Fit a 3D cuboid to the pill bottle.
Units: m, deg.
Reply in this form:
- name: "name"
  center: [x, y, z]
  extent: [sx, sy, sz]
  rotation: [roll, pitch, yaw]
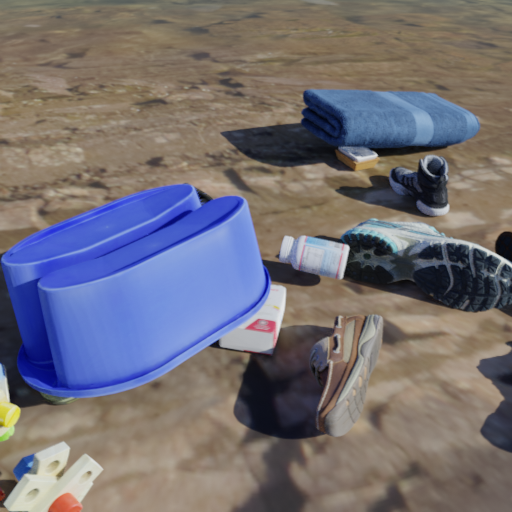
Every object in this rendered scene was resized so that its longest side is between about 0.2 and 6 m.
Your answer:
- name: "pill bottle"
  center: [0.982, -0.001, 9.562]
  extent: [1.109, 0.603, 0.603]
  rotation: [13, 37, 9]

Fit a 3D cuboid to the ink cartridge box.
- name: "ink cartridge box"
  center: [-0.038, 0.946, 8.737]
  extent: [0.853, 0.495, 1.156]
  rotation: [7, 32, 10]

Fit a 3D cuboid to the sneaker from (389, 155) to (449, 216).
- name: "sneaker"
  center: [3.553, -1.738, 12.053]
  extent: [0.726, 1.095, 1.925]
  rotation: [-11, 37, -15]

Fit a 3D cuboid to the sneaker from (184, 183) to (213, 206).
- name: "sneaker"
  center: [-0.785, -0.415, 10.023]
  extent: [0.804, 0.894, 2.294]
  rotation: [-37, 55, -9]

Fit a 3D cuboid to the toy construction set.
- name: "toy construction set"
  center: [-3.050, 2.338, 6.109]
  extent: [3.100, 1.428, 2.032]
  rotation: [18, 39, 40]

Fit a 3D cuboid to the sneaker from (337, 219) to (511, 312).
- name: "sneaker"
  center: [3.031, -0.083, 9.663]
  extent: [3.090, 1.199, 1.334]
  rotation: [17, 36, 23]

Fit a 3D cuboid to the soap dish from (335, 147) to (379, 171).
- name: "soap dish"
  center: [2.446, -2.401, 13.625]
  extent: [0.697, 0.360, 0.886]
  rotation: [-15, 38, -24]

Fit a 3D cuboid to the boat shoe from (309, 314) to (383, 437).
- name: "boat shoe"
  center: [1.137, 1.555, 7.686]
  extent: [0.827, 0.872, 2.304]
  rotation: [10, 27, 20]

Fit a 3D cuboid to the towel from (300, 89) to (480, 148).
- name: "towel"
  center: [3.353, -3.397, 14.125]
  extent: [4.207, 1.021, 2.349]
  rotation: [-6, 34, -24]

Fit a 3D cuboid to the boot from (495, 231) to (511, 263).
- name: "boot"
  center: [5.135, 0.341, 9.575]
  extent: [1.090, 0.840, 2.249]
  rotation: [4, 34, -25]

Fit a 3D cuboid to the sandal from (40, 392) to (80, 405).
- name: "sandal"
  center: [-2.420, 1.253, 8.236]
  extent: [0.830, 0.596, 2.090]
  rotation: [8, 36, 11]

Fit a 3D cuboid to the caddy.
- name: "caddy"
  center: [-1.605, 0.483, 8.062]
  extent: [3.864, 2.028, 2.732]
  rotation: [-28, 30, -33]
